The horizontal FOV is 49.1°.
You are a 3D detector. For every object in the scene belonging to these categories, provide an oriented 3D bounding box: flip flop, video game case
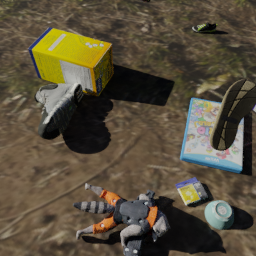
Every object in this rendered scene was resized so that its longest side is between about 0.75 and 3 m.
[{"bbox_3d":[2.056,-0.266,5.595,0.615,0.437,1.518,21,98,-2],"label":"flip flop"},{"bbox_3d":[3.037,0.151,9.888,1.973,0.245,2.757,12,55,9],"label":"video game case"}]

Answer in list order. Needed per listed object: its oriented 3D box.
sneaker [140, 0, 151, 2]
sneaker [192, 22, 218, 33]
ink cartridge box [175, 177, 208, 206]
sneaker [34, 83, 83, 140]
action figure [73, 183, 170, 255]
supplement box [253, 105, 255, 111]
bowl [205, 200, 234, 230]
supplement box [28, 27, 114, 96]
[{"bbox_3d":[0.375,-4.125,8.782,0.355,0.381,0.883,-51,51,11],"label":"sneaker"},{"bbox_3d":[3.705,-4.894,13.478,1.178,0.488,0.423,0,53,0],"label":"sneaker"},{"bbox_3d":[1.953,1.919,8.631,0.744,0.177,0.753,-17,57,-12],"label":"ink cartridge box"},{"bbox_3d":[-2.861,-0.713,10.169,1.601,1.040,2.772,12,44,15],"label":"sneaker"},{"bbox_3d":[-0.163,2.619,7.431,2.523,1.364,2.608,2,54,12],"label":"action figure"},{"bbox_3d":[5.517,-0.675,10.146,0.825,0.807,1.596,-33,60,-22],"label":"supplement box"},{"bbox_3d":[2.691,2.439,8.072,0.849,0.444,0.849,1,54,-1],"label":"bowl"},{"bbox_3d":[-2.172,-2.648,11.147,2.834,1.543,1.552,19,56,14],"label":"supplement box"}]
